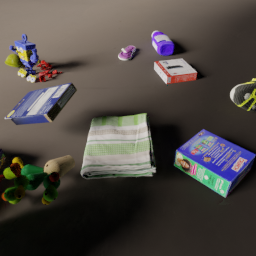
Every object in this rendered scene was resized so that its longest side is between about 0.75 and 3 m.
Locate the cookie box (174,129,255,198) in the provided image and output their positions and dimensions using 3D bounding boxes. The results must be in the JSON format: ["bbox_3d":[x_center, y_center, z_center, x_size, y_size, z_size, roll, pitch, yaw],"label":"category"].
[{"bbox_3d":[2.249,0.855,7.347,1.574,0.592,1.347,31,47,34],"label":"cookie box"}]

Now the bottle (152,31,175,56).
[{"bbox_3d":[1.687,-4.372,14.239,0.884,0.691,2.116,-5,37,-10],"label":"bottle"}]

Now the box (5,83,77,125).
[{"bbox_3d":[-2.417,-0.630,7.663,1.999,0.324,1.211,-1,46,38],"label":"box"}]

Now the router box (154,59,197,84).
[{"bbox_3d":[1.989,-2.446,11.945,1.336,0.364,1.489,-10,38,-13],"label":"router box"}]

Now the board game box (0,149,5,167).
[{"bbox_3d":[-3.999,1.095,7.206,1.135,0.389,1.373,-1,37,1],"label":"board game box"}]

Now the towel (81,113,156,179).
[{"bbox_3d":[-0.236,0.343,7.345,1.776,0.365,2.380,-3,36,2],"label":"towel"}]

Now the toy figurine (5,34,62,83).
[{"bbox_3d":[-4.230,-3.255,11.943,2.795,1.675,1.474,30,46,33],"label":"toy figurine"}]

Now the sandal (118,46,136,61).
[{"bbox_3d":[-0.061,-3.756,13.664,0.667,0.403,1.640,9,38,11],"label":"sandal"}]

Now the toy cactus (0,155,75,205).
[{"bbox_3d":[-2.082,1.049,6.498,2.163,1.106,1.785,-6,16,45],"label":"toy cactus"}]

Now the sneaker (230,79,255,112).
[{"bbox_3d":[4.635,-1.276,10.001,2.771,1.045,1.059,-7,29,-26],"label":"sneaker"}]
